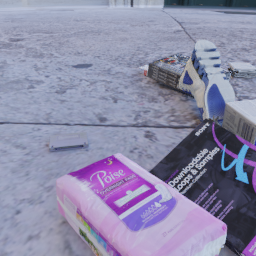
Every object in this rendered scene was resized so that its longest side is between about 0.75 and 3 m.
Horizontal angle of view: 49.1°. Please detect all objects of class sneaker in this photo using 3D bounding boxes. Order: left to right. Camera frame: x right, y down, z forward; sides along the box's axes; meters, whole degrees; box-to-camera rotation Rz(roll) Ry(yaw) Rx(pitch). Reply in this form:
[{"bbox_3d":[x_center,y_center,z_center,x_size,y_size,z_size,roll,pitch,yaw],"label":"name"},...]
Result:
[{"bbox_3d":[2.734,-1.464,10.195,1.197,1.711,2.963,-3,73,-15],"label":"sneaker"}]

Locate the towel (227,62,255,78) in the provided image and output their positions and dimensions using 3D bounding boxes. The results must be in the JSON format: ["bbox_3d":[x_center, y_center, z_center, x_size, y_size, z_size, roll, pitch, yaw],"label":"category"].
[{"bbox_3d":[5.692,-2.865,14.003,1.239,0.530,1.026,1,31,-2],"label":"towel"}]

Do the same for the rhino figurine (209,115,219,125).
[{"bbox_3d":[2.412,0.133,7.584,0.368,1.229,0.538,-11,37,22],"label":"rhino figurine"}]

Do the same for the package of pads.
[{"bbox_3d":[0.104,1.678,5.233,1.759,1.104,2.919,-20,35,-36],"label":"package of pads"}]

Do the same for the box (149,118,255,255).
[{"bbox_3d":[2.055,1.139,5.649,1.996,0.504,2.792,-41,51,-18],"label":"box"}]

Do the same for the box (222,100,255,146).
[{"bbox_3d":[4.175,-0.125,8.589,1.848,0.970,1.700,-7,30,-12],"label":"box"}]

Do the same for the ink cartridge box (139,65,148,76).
[{"bbox_3d":[1.182,-2.826,14.078,1.238,0.312,0.675,26,39,35],"label":"ink cartridge box"}]

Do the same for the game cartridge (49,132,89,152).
[{"bbox_3d":[-1.783,0.408,8.458,1.145,0.220,0.742,-5,26,-10],"label":"game cartridge"}]

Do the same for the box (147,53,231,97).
[{"bbox_3d":[2.748,-2.448,12.709,2.968,0.738,2.340,31,41,33],"label":"box"}]
